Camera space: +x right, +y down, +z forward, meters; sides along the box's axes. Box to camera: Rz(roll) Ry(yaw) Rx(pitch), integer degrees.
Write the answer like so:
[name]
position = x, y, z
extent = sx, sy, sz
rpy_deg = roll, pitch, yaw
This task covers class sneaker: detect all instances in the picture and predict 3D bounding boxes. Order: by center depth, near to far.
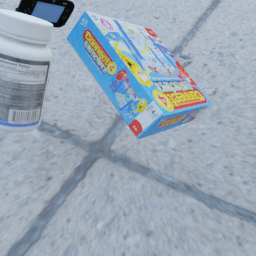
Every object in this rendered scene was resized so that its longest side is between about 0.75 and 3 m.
[sneaker]
position = 1.402, -1.724, 7.618
extent = 0.962, 0.394, 0.359
rpy_deg = -27, 55, -32

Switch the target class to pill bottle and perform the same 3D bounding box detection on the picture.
[pill bottle]
position = -2.273, -1.152, 5.777
extent = 1.268, 2.229, 1.268
rpy_deg = 15, 21, -6

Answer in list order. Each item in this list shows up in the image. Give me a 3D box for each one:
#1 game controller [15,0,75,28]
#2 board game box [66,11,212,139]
[game controller]
position = -2.272, -3.261, 7.799
extent = 1.800, 0.939, 0.379
rpy_deg = -22, 78, -55
[board game box]
position = 0.241, -0.718, 3.736
extent = 1.551, 0.443, 1.584
rpy_deg = 54, 33, 14
